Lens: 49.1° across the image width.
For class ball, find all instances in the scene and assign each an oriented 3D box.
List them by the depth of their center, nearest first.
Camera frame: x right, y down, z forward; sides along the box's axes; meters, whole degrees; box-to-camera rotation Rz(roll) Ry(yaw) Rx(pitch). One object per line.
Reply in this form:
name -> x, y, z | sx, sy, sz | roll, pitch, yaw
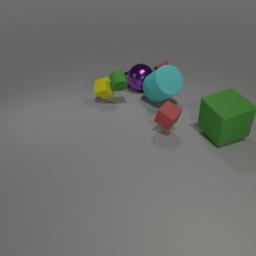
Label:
ball -> 0.665, -2.620, 14.502 | 1.400, 1.400, 1.400 | 0, 31, 0

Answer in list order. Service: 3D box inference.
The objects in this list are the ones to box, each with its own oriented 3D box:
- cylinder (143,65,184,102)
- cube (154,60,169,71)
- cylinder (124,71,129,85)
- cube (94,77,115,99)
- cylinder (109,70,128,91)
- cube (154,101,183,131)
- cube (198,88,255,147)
cylinder -> 1.597, -2.014, 12.893 | 1.400, 1.400, 1.400 | -15, -1, -24
cube -> 1.958, -3.287, 15.768 | 0.700, 0.700, 0.700 | -30, 8, -4
cylinder -> 0.158, -2.828, 15.425 | 0.700, 0.700, 0.700 | -33, 41, -18
cube -> -1.095, -1.868, 13.195 | 0.700, 0.700, 0.700 | -10, 65, 34
cylinder -> -0.424, -2.131, 12.628 | 0.700, 0.700, 0.700 | -9, 59, -14
cube -> 1.530, -0.466, 10.688 | 0.700, 0.700, 0.700 | 36, 55, 14
cube -> 3.604, -0.402, 10.371 | 1.400, 1.400, 1.400 | -18, 44, -14
